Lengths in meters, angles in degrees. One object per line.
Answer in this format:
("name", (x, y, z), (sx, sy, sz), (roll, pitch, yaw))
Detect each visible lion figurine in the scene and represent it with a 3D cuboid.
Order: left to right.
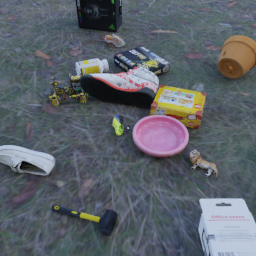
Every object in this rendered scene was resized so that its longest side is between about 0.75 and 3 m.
("lion figurine", (2.335, 1.112, 8.551), (1.069, 0.387, 0.654), (33, 35, 12))

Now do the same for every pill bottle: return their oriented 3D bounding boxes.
("pill bottle", (-1.544, -2.585, 12.113), (1.322, 0.741, 0.741), (-14, 45, -14))

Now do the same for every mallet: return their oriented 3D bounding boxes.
("mallet", (-1.190, 2.359, 7.266), (1.810, 0.372, 0.596), (4, 47, 11))

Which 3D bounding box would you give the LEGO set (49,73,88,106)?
("LEGO set", (-2.351, -1.577, 10.906), (1.621, 0.939, 1.246), (-1, 44, -1))

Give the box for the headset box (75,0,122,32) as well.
("headset box", (-1.473, -6.567, 15.297), (2.453, 2.135, 1.138), (11, 45, 10))

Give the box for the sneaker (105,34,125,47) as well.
("sneaker", (-0.602, -4.533, 14.363), (1.271, 0.498, 0.491), (34, 48, 31))

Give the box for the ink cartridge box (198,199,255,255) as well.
("ink cartridge box", (2.389, 2.662, 6.488), (1.215, 0.710, 2.094), (0, 35, 0))

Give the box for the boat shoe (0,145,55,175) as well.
("boat shoe", (-3.185, 1.040, 8.397), (1.912, 0.688, 0.628), (13, 40, 2))

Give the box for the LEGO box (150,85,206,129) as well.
("LEGO box", (1.859, -0.806, 10.271), (1.789, 0.690, 1.333), (13, 45, 14))

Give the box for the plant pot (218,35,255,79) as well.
("plant pot", (4.624, -2.917, 11.965), (1.657, 1.657, 1.160), (27, 66, 26))

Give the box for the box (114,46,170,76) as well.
("box", (0.599, -2.919, 12.637), (1.665, 0.507, 2.065), (-24, 48, -27))

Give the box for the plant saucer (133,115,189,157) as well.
("plant saucer", (1.062, 0.311, 9.273), (1.821, 0.462, 1.821), (0, 44, 0))

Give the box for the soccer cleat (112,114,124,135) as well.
("soccer cleat", (-0.374, -0.076, 9.869), (0.400, 0.309, 0.956), (-22, 44, 21))

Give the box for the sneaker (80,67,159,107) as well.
("sneaker", (-0.262, -1.796, 11.122), (3.002, 1.002, 1.609), (13, 44, 9))
